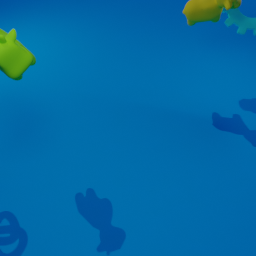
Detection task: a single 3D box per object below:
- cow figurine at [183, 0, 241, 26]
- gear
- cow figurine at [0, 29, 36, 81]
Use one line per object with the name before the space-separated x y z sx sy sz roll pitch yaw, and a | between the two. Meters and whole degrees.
cow figurine | 1.896 -2.839 6.435 1.276 0.700 1.255 -7 1 13
gear | 3.257 -3.282 7.189 1.704 1.704 0.315 13 18 12
cow figurine | -1.970 -1.224 4.397 1.251 1.231 0.687 40 86 12
